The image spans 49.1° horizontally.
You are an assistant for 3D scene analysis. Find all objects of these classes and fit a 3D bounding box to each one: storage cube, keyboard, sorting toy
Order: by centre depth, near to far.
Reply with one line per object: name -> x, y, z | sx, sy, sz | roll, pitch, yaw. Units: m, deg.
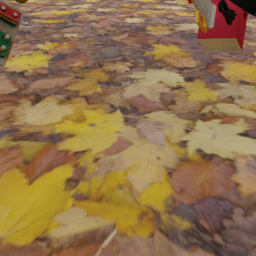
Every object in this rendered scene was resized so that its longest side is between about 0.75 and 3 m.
keyboard -> 2.051, -2.821, 5.505 | 2.341, 1.405, 0.300 | -1, 19, -44
sorting toy -> -2.898, -2.062, 5.581 | 1.340, 2.780, 0.470 | 23, -14, -36
sorting toy -> 1.627, -2.981, 6.517 | 0.284, 1.175, 2.086 | -19, 40, 39
storage cube -> 2.844, -3.036, 8.334 | 1.306, 1.174, 1.116 | 9, 0, 29
